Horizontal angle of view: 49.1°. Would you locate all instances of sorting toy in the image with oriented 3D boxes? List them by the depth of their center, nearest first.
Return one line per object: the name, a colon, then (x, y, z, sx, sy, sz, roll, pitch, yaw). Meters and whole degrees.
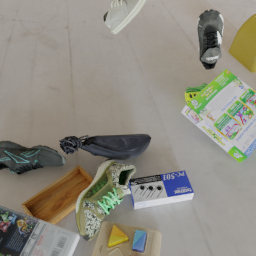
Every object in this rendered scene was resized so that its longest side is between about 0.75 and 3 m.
sorting toy: (-0.114, 3.011, 6.040, 1.478, 0.294, 1.999, 9, 45, 9)

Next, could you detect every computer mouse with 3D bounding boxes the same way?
computer mouse: (-0.582, 0.587, 7.908, 2.621, 1.815, 0.691, -2, 82, -17)

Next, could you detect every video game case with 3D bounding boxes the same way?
video game case: (-2.523, 3.043, 5.802, 2.244, 0.288, 2.469, 14, 56, 13)

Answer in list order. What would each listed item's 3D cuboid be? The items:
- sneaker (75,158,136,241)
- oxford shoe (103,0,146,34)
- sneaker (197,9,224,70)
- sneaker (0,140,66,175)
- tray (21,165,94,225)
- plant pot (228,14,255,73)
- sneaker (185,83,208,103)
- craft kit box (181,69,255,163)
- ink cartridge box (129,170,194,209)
sneaker: (-0.466, 1.610, 6.783, 1.013, 0.879, 2.285, -13, 36, 35)
oxford shoe: (-0.077, -3.978, 9.122, 0.821, 2.842, 1.069, 37, 69, -19)
sneaker: (1.680, -1.693, 5.658, 0.508, 1.529, 0.692, -6, 70, 12)
sneaker: (-2.794, 0.949, 7.903, 2.159, 0.814, 0.856, 5, 59, 14)
tray: (-1.702, 1.789, 7.250, 1.789, 0.331, 0.882, -34, 55, -28)
plant pot: (5.637, -3.693, 11.630, 1.836, 1.878, 1.824, -14, 47, -13)
sneaker: (2.997, -1.314, 10.072, 1.917, 0.710, 0.801, -1, 49, 0)
craft kit box: (3.288, -0.486, 8.812, 2.336, 0.574, 2.365, 45, 62, 12)
ink cartridge box: (0.858, 1.616, 7.397, 1.572, 0.348, 0.739, -8, 46, -8)
